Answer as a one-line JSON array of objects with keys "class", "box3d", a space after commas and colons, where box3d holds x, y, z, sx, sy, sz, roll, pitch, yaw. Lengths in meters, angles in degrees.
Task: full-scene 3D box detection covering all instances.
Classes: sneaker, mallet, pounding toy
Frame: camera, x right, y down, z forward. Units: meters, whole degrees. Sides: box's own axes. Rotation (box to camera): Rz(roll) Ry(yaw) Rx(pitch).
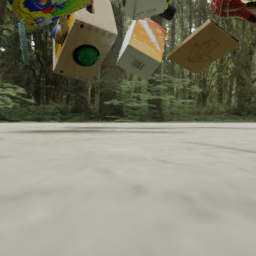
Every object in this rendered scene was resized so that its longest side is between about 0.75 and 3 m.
[{"class": "sneaker", "box3d": [2.574, -2.706, 6.470, 1.445, 0.563, 0.594, 33, 24, 24]}, {"class": "mallet", "box3d": [0.991, -3.636, 7.882, 0.712, 0.445, 2.163, 30, 7, 7]}, {"class": "pounding toy", "box3d": [-1.532, -2.841, 8.347, 1.801, 2.534, 2.333, 12, -42, -28]}]

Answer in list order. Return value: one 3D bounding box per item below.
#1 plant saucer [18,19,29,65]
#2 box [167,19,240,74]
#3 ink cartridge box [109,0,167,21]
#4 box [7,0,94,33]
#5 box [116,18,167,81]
[{"class": "plant saucer", "box3d": [-1.893, -1.547, 5.077, 0.110, 0.802, 0.802, -7, 3, -17]}, {"class": "box", "box3d": [2.310, -2.436, 8.701, 1.428, 0.186, 1.747, 19, -36, -32]}, {"class": "ink cartridge box", "box3d": [0.123, -2.477, 5.136, 0.754, 0.426, 1.027, -27, 58, -25]}, {"class": "box", "box3d": [-1.677, -3.044, 5.572, 1.713, 1.085, 1.778, -28, 0, -7]}, {"class": "box", "box3d": [0.430, -2.399, 8.233, 1.053, 1.692, 0.825, 25, -40, -14]}]
